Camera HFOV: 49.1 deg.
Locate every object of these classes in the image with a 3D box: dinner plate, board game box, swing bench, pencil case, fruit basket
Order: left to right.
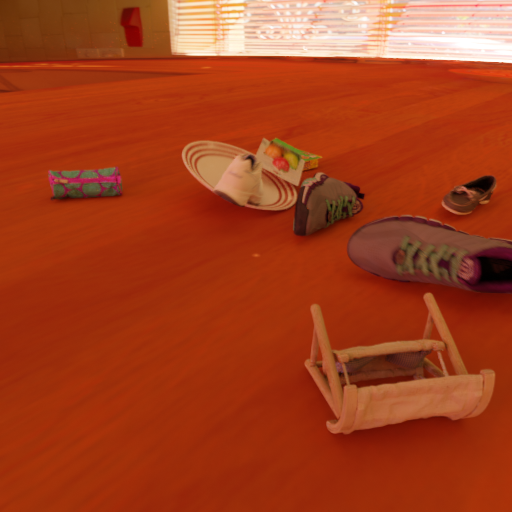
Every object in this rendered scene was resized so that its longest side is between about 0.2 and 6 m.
[{"bbox_3d":[-4.043,-1.724,13.314,1.659,0.706,0.767,-6,-3,-12],"label":"pencil case"},{"bbox_3d":[-0.400,-1.825,13.147,2.869,0.348,2.869,18,32,-12],"label":"dinner plate"},{"bbox_3d":[0.566,-2.533,15.514,2.451,0.367,1.171,-21,32,-30],"label":"board game box"},{"bbox_3d":[0.577,-2.313,13.939,1.239,0.627,1.338,26,44,-7],"label":"fruit basket"},{"bbox_3d":[1.532,1.327,6.436,1.591,1.038,1.599,-3,30,-8],"label":"swing bench"}]

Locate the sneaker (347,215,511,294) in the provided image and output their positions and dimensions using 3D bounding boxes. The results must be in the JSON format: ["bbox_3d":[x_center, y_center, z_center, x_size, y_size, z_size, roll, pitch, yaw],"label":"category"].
[{"bbox_3d":[2.906,-0.017,8.795,3.036,1.130,1.329,7,7,16],"label":"sneaker"}]

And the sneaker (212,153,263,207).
[{"bbox_3d":[-0.166,-1.653,11.919,0.861,1.007,2.311,28,14,3],"label":"sneaker"}]

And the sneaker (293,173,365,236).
[{"bbox_3d":[1.593,-1.112,11.708,1.237,1.052,2.826,12,26,13],"label":"sneaker"}]

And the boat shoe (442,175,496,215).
[{"bbox_3d":[4.792,-1.428,12.544,0.692,0.590,2.069,36,35,29],"label":"boat shoe"}]
